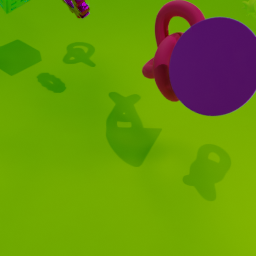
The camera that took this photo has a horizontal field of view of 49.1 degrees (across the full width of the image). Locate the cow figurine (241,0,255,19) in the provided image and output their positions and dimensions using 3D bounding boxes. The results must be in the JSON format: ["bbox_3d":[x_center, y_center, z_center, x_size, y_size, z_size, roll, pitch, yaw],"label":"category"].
[{"bbox_3d":[3.444,-3.122,7.252,0.617,1.106,1.124,39,58,-21],"label":"cow figurine"}]

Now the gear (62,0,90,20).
[{"bbox_3d":[-1.279,-2.911,6.014,0.218,1.181,1.181,-40,57,-5],"label":"gear"}]

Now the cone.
[{"bbox_3d":[1.670,-0.992,4.690,1.433,1.433,1.438,37,30,28],"label":"cone"}]

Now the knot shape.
[{"bbox_3d":[0.898,-1.439,5.902,0.913,1.976,1.849,10,65,-8],"label":"knot shape"}]

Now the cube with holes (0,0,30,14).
[{"bbox_3d":[-2.977,-4.011,7.153,1.326,1.326,1.326,-39,19,-14],"label":"cube with holes"}]
